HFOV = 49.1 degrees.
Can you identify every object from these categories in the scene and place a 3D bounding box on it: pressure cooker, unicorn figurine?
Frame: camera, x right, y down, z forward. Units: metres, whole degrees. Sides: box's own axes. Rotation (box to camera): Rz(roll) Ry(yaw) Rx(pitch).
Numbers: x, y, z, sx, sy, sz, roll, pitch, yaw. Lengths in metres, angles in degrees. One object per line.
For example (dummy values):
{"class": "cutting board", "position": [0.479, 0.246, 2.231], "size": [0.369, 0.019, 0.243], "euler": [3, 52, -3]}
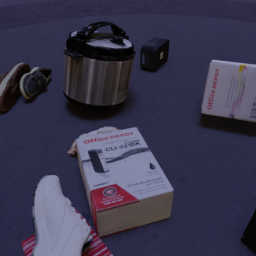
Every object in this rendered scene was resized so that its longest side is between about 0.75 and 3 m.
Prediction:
{"class": "pressure cooker", "position": [-0.995, -2.299, 9.917], "size": [2.497, 2.795, 2.458], "euler": [6, 30, -9]}
{"class": "unicorn figurine", "position": [-0.920, 0.305, 8.402], "size": [1.711, 0.632, 1.175], "euler": [-5, 17, 7]}

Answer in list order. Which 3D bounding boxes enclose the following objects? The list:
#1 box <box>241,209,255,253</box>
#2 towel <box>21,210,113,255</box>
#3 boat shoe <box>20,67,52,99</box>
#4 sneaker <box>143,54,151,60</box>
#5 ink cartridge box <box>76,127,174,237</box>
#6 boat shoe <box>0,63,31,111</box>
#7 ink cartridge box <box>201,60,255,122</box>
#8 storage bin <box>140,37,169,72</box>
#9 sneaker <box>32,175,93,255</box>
{"class": "box", "position": [3.978, 1.394, 5.754], "size": [2.991, 2.111, 1.179], "euler": [-22, 41, -26]}
{"class": "towel", "position": [-1.150, 2.655, 5.648], "size": [1.417, 0.220, 1.959], "euler": [-26, 42, -28]}
{"class": "boat shoe", "position": [-3.665, -1.943, 11.324], "size": [0.741, 0.806, 2.256], "euler": [-13, 31, 10]}
{"class": "sneaker", "position": [1.190, -3.555, 13.865], "size": [0.846, 0.351, 0.300], "euler": [14, 38, 10]}
{"class": "ink cartridge box", "position": [-0.202, 1.176, 6.967], "size": [1.760, 1.022, 2.440], "euler": [-11, 38, -15]}
{"class": "boat shoe", "position": [-4.752, -1.757, 10.950], "size": [1.044, 1.042, 2.823], "euler": [2, 37, 6]}
{"class": "ink cartridge box", "position": [3.800, -1.269, 9.352], "size": [2.343, 1.719, 1.711], "euler": [11, 19, 15]}
{"class": "storage bin", "position": [1.281, -3.506, 13.252], "size": [0.776, 1.119, 1.655], "euler": [18, 40, 22]}
{"class": "sneaker", "position": [-1.354, 2.058, 5.684], "size": [1.155, 0.988, 2.651], "euler": [-5, 43, -16]}
